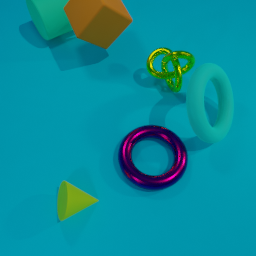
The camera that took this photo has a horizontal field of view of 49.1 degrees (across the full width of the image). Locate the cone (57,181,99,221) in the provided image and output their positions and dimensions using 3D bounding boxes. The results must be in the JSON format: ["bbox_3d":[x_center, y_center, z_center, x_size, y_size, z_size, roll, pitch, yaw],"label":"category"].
[{"bbox_3d":[-1.053,1.624,6.271,0.856,0.853,0.853,8,56,-27],"label":"cone"}]

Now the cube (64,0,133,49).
[{"bbox_3d":[-0.818,-3.081,7.609,1.162,1.162,1.162,5,53,-51],"label":"cube"}]

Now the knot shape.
[{"bbox_3d":[1.226,-1.672,7.563,1.324,1.239,0.612,52,47,-8],"label":"knot shape"}]

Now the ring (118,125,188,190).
[{"bbox_3d":[0.608,0.680,6.844,1.712,0.342,1.712,1,60,-1],"label":"ring"}]

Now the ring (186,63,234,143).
[{"bbox_3d":[2.043,-0.598,6.835,0.391,1.954,1.954,-1,50,44],"label":"ring"}]

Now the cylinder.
[{"bbox_3d":[-2.244,-3.676,8.797,1.392,1.392,1.392,-30,64,-18],"label":"cylinder"}]
